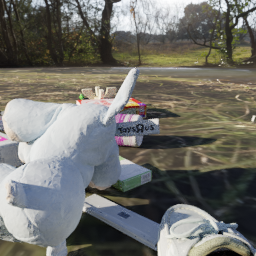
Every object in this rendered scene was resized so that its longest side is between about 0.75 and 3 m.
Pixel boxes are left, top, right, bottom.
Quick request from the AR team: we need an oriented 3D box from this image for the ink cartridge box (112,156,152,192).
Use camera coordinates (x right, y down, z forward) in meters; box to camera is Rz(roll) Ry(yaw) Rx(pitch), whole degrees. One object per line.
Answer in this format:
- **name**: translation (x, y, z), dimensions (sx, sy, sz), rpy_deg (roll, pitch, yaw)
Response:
- **ink cartridge box**: translation (-0.133, 0.828, 5.252), dimensions (0.701, 0.231, 0.963), rpy_deg (-13, 20, -40)

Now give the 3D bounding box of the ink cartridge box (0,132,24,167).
- **ink cartridge box**: translation (-3.926, 0.509, 5.782), dimensions (2.708, 0.590, 2.351), rpy_deg (12, 18, 39)

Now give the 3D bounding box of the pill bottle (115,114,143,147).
- **pill bottle**: translation (-0.370, 0.032, 7.095), dimensions (1.433, 0.804, 0.804), rpy_deg (5, 16, 15)

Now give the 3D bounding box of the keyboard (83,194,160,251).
- **keyboard**: translation (-0.099, 1.269, 3.962), dimensions (1.568, 0.084, 0.441), rpy_deg (13, 15, 39)

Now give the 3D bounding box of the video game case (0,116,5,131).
- **video game case**: translation (-3.108, -0.115, 7.524), dimensions (1.846, 0.233, 2.026), rpy_deg (10, 2, -37)

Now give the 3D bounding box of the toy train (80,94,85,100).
- **toy train**: translation (-2.348, -1.594, 14.278), dimensions (0.175, 0.236, 0.838), rpy_deg (-5, 16, -18)

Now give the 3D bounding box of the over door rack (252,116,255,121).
- **over door rack**: translation (4.935, -0.386, 9.534), dimensions (1.115, 0.371, 0.824), rpy_deg (-10, 17, -31)

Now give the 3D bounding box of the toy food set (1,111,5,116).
- **toy food set**: translation (-3.777, -0.296, 8.772), dimensions (1.063, 0.508, 0.478), rpy_deg (-32, 17, 2)

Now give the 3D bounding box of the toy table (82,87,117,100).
- **toy table**: translation (-1.134, -1.203, 11.573), dimensions (1.527, 0.894, 1.404), rpy_deg (-8, 17, -25)

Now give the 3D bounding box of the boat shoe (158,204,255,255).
- **boat shoe**: translation (0.902, 1.308, 2.285), dimensions (0.961, 0.836, 2.606), rpy_deg (-2, 15, -8)

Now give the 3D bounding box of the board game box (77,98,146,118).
- **board game box**: translation (-0.664, -0.698, 10.359), dimensions (2.252, 0.521, 1.706), rpy_deg (-5, 16, -17)

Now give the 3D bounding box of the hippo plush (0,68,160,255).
- **hippo plush**: translation (-0.845, 0.728, 3.745), dimensions (2.422, 1.929, 1.947), rpy_deg (-7, 41, 23)
